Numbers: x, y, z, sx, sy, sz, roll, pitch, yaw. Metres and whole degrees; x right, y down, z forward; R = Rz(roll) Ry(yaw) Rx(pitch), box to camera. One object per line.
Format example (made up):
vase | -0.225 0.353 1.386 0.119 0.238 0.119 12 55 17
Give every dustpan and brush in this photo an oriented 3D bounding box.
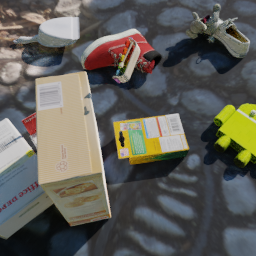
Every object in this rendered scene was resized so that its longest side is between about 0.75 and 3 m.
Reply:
dustpan and brush | -2.939 -3.344 10.066 2.368 0.678 1.652 -2 48 -9

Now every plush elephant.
plush elephant | 2.603 -3.687 9.947 0.984 1.047 1.271 6 79 -24

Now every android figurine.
android figurine | 3.483 0.090 8.000 2.155 0.443 1.962 -40 66 -20

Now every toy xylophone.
toy xylophone | -0.021 -1.286 5.244 0.221 0.645 0.881 21 80 17

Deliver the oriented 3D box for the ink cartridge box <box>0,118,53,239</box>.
ink cartridge box | -3.018 1.211 6.964 1.732 0.995 2.387 -36 65 -20

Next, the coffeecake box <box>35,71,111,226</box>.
coffeecake box | -1.115 0.632 6.186 1.068 2.924 2.244 -10 59 -6

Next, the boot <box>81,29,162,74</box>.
boot | -0.156 -2.221 9.183 2.446 0.886 1.764 -29 64 -20

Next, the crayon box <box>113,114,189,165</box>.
crayon box | 0.603 0.311 7.820 1.898 0.489 1.193 -7 59 -5

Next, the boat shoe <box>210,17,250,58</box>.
boat shoe | 3.551 -3.482 9.887 0.784 0.905 2.122 -18 59 -11

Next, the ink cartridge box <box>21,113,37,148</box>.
ink cartridge box | -1.848 -0.103 7.522 1.623 1.430 0.363 -34 64 -18
